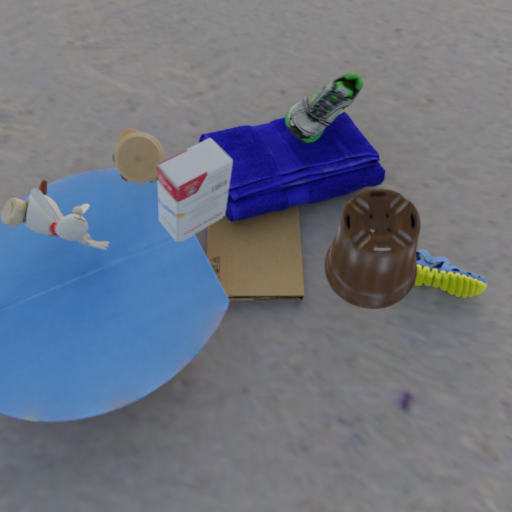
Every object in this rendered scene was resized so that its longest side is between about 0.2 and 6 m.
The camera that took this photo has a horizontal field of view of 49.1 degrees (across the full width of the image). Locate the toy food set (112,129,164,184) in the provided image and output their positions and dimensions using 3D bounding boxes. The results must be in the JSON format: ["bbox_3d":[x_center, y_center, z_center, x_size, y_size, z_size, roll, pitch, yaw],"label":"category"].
[{"bbox_3d":[-2.219,-1.840,10.577,0.992,0.241,0.982,18,102,0],"label":"toy food set"}]

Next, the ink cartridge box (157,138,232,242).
[{"bbox_3d":[-0.978,-0.988,8.706,1.010,1.386,0.574,-33,68,-26],"label":"ink cartridge box"}]

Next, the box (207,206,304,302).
[{"bbox_3d":[-0.035,-0.137,11.064,1.869,0.243,2.287,0,56,-1],"label":"box"}]

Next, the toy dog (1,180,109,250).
[{"bbox_3d":[-3.398,-0.798,9.485,1.953,1.288,0.941,13,86,22],"label":"toy dog"}]

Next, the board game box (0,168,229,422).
[{"bbox_3d":[-2.952,0.645,10.157,4.136,1.019,5.235,-24,54,-10],"label":"board game box"}]

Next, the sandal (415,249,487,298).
[{"bbox_3d":[3.541,0.286,10.584,1.604,0.638,0.698,17,54,9],"label":"sandal"}]

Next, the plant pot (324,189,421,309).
[{"bbox_3d":[1.928,-0.178,9.071,1.598,1.582,1.598,-2,62,4],"label":"plant pot"}]

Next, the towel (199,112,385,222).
[{"bbox_3d":[0.698,-2.143,11.868,3.501,0.867,2.585,-14,53,-12],"label":"towel"}]

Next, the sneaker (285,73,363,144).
[{"bbox_3d":[1.383,-3.116,11.439,0.842,0.919,2.158,45,61,-5],"label":"sneaker"}]
